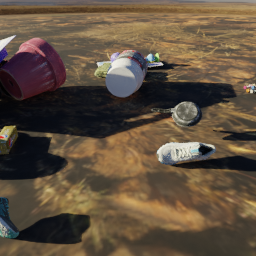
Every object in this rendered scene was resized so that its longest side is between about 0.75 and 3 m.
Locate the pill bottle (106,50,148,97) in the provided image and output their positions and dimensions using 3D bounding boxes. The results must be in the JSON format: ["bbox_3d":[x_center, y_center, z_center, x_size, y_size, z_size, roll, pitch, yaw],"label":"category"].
[{"bbox_3d":[-0.031,-1.984,10.179,1.300,1.300,2.244,4,27,8],"label":"pill bottle"}]

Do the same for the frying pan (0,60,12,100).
[{"bbox_3d":[-4.154,-1.291,9.512,0.344,1.278,2.113,-5,69,15],"label":"frying pan"}]

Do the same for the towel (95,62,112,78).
[{"bbox_3d":[-0.324,-2.474,12.146,2.133,0.389,1.582,2,28,5],"label":"towel"}]

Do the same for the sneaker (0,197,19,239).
[{"bbox_3d":[-2.011,1.295,4.387,0.978,0.379,0.446,38,40,11],"label":"sneaker"}]

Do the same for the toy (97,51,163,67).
[{"bbox_3d":[0.052,-3.351,13.580,2.997,0.707,1.726,-5,26,-9],"label":"toy"}]

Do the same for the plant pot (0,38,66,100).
[{"bbox_3d":[-3.368,-1.881,9.636,1.870,1.870,1.674,19,48,32],"label":"plant pot"}]

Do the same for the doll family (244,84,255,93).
[{"bbox_3d":[4.635,-1.400,10.176,0.514,0.373,0.829,-11,10,-6],"label":"doll family"}]

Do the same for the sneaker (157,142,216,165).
[{"bbox_3d":[1.255,0.485,5.941,1.285,0.482,0.557,-7,-9,-11],"label":"sneaker"}]

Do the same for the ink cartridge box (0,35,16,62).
[{"bbox_3d":[-5.012,-1.585,8.438,2.928,0.635,2.901,-3,44,26],"label":"ink cartridge box"}]

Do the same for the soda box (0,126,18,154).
[{"bbox_3d":[-2.940,0.275,6.768,0.290,0.307,0.906,-3,27,-5],"label":"soda box"}]

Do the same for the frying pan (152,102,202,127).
[{"bbox_3d":[1.299,-0.485,7.165,1.237,0.201,0.748,31,70,23],"label":"frying pan"}]
